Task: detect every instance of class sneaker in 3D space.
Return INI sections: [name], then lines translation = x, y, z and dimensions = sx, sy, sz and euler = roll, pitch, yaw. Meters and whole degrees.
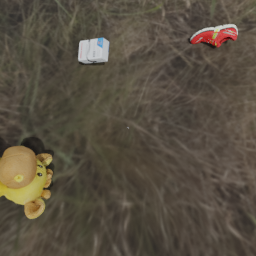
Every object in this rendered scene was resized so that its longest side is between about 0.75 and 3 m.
[sneaker]
translation = 2.732, -2.867, 8.929
dimensions = 1.463, 0.563, 0.621
euler = -9, 87, 18

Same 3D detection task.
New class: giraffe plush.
[giraffe plush]
translation = -2.800, 1.091, 6.037
dimensions = 2.156, 2.659, 2.294
euler = 2, 72, -5

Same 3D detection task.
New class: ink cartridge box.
[ink cartridge box]
translation = -1.005, -2.252, 8.211
dimensions = 0.833, 0.349, 0.605
euler = 2, 86, 29
